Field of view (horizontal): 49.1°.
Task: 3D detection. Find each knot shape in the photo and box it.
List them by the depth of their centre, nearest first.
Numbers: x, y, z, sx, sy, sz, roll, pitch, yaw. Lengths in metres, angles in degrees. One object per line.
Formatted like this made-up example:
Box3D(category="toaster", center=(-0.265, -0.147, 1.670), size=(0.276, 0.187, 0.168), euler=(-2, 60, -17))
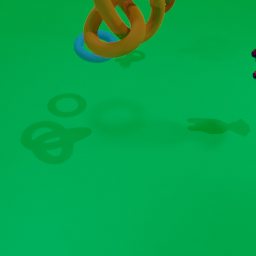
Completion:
Box3D(category="knot shape", center=(-0.024, -2.192, 5.355), size=(1.673, 0.826, 1.788), euler=(-8, 88, -27))
Box3D(category="knot shape", center=(1.300, -4.325, 9.171), size=(0.638, 1.293, 1.381), euler=(54, 32, 0))

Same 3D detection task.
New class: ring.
Box3D(category="ring", center=(-0.837, -2.182, 7.441), size=(1.201, 0.240, 1.201), euler=(2, 55, -3))

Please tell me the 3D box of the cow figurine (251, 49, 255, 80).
Box3D(category="cow figurine", center=(3.789, -1.455, 6.796), size=(1.377, 1.399, 0.768), euler=(-13, 35, 13))
